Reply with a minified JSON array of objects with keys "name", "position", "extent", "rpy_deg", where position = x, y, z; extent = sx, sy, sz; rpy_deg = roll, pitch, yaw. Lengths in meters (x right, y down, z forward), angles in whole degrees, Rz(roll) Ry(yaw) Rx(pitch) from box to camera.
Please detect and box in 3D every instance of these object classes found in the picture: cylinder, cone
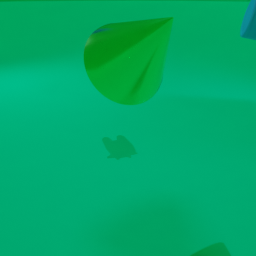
[{"name":"cylinder","position":[4.067,-3.135,8.227],"extent":[1.140,1.140,1.140],"rpy_deg":[14,29,6]},{"name":"cone","position":[0.195,-0.942,3.157],"extent":[1.124,1.124,1.129],"rpy_deg":[-14,-4,-26]}]
